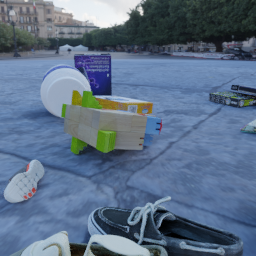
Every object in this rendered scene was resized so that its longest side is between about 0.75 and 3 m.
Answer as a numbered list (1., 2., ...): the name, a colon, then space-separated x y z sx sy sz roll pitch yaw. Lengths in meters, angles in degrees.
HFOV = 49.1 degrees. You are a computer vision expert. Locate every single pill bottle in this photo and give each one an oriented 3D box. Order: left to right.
1. pill bottle: -2.239 -1.318 10.074 1.733 1.733 2.896 -4 17 -14

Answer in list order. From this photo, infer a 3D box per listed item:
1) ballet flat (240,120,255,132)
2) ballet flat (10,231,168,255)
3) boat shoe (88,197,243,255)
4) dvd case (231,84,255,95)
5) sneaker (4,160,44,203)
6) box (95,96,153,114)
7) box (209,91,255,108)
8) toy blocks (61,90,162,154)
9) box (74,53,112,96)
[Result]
1. ballet flat: 3.871 -0.031 8.128 1.118 0.398 0.387 9 19 28
2. ballet flat: -0.529 1.398 2.994 1.964 0.626 0.662 2 17 8
3. boat shoe: 0.338 1.239 3.407 2.003 0.684 0.739 13 21 36
4. dvd case: 5.875 -1.520 12.172 2.441 0.302 1.835 14 11 9
5. sneaker: -1.898 0.990 4.951 0.484 0.455 1.181 -24 11 13
6. box: -0.375 -0.891 10.482 2.303 0.478 1.371 13 14 43
7. box: 4.664 -1.293 12.350 1.365 0.377 1.704 -10 19 -27
8. toy blocks: -0.255 -0.046 6.895 2.016 1.474 2.949 5 5 -30
9. box: -1.516 -2.140 12.154 1.552 2.097 1.094 -4 17 -10
